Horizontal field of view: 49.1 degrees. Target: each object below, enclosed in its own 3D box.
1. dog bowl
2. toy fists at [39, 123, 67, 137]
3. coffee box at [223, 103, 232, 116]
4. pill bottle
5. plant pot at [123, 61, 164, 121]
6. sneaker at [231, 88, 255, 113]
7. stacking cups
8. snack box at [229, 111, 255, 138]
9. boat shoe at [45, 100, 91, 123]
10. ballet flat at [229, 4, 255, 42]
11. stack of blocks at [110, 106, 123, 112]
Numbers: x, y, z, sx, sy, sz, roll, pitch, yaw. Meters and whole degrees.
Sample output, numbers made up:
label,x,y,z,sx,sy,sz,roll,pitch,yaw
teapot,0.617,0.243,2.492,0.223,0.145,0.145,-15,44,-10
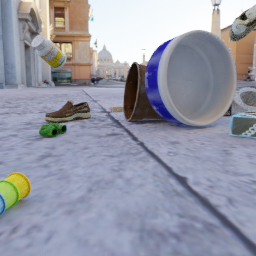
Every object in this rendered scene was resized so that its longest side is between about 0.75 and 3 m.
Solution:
label,x,y,z,sx,sy,sz,roll,pitch,yaw
dog bowl,1.917,-1.448,8.479,2.751,2.751,1.083,-5,6,-27
toy fists,-1.962,0.033,7.228,0.441,0.298,0.865,2,11,15
coffee box,3.434,-0.787,10.951,1.129,0.638,0.451,0,10,-5
pill bottle,-3.154,-3.026,11.146,0.762,0.762,1.352,5,-20,29
plant pot,1.035,-1.164,9.738,2.013,2.033,2.033,5,9,-13
sneaker,4.522,-1.022,11.387,0.998,1.273,2.562,-46,50,-11
stacking cups,-1.429,0.771,2.790,0.340,0.340,1.125,2,10,14
snack box,4.188,-0.017,6.769,2.911,0.540,1.691,8,12,37
boat shoe,-2.098,-0.621,9.775,0.703,0.705,1.905,7,12,34
ballet flat,3.267,-2.964,7.457,0.668,0.602,1.774,-14,-13,-37
stack of blocks,-0.441,-0.868,12.615,0.769,0.225,0.443,-6,12,-30
